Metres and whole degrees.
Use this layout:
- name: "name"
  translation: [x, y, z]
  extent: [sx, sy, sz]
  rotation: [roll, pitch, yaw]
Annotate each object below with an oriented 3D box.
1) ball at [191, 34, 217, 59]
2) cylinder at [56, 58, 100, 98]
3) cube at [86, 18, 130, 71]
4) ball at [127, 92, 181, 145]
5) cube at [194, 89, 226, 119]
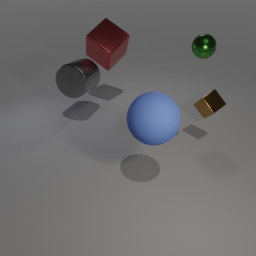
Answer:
- name: "ball"
  translation: [2.181, -2.344, 8.051]
  extent: [0.700, 0.700, 0.700]
  rotation: [0, 31, 0]
- name: "cylinder"
  translation: [-2.062, -2.101, 11.716]
  extent: [1.400, 1.400, 1.400]
  rotation: [10, 26, 17]
- name: "cube"
  translation: [-0.951, -3.780, 12.768]
  extent: [1.400, 1.400, 1.400]
  rotation: [38, 69, 6]
- name: "ball"
  translation: [0.663, -0.244, 7.319]
  extent: [1.400, 1.400, 1.400]
  rotation: [0, 31, 0]
- name: "cube"
  translation: [3.002, -0.876, 10.310]
  extent: [0.700, 0.700, 0.700]
  rotation: [-34, 86, -21]
